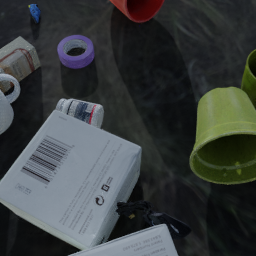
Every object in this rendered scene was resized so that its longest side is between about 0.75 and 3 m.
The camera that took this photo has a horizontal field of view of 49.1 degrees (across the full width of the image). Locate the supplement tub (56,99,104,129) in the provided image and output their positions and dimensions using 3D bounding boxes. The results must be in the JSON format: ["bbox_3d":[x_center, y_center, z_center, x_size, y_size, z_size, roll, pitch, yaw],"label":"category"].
[{"bbox_3d":[-1.627,-0.418,9.510,1.439,1.009,1.009,12,61,7],"label":"supplement tub"}]

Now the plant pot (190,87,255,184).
[{"bbox_3d":[3.103,0.077,8.626,2.535,2.535,2.330,4,48,2],"label":"plant pot"}]

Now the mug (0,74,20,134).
[{"bbox_3d":[-4.711,-0.984,9.251,2.317,2.031,1.711,-30,64,-16],"label":"mug"}]

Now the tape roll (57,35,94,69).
[{"bbox_3d":[-2.107,-3.105,11.379,1.428,0.468,1.428,0,61,0],"label":"tape roll"}]

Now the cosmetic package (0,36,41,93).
[{"bbox_3d":[-4.484,-2.317,10.576,0.924,1.095,2.119,37,68,18],"label":"cosmetic package"}]

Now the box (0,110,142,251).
[{"bbox_3d":[-1.482,1.525,7.884,2.896,1.893,2.881,23,63,13],"label":"box"}]

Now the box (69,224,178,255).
[{"bbox_3d":[-0.349,3.707,5.996,2.992,2.976,1.956,-16,61,-9],"label":"box"}]

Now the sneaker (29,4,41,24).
[{"bbox_3d":[-4.145,-5.194,12.627,0.456,0.383,1.163,-19,61,-8],"label":"sneaker"}]

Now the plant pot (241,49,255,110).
[{"bbox_3d":[4.745,-1.543,9.750,1.794,1.728,1.794,0,60,0],"label":"plant pot"}]

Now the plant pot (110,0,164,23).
[{"bbox_3d":[0.145,-6.131,12.216,2.424,2.424,2.144,-36,56,-19],"label":"plant pot"}]

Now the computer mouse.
[{"bbox_3d":[0.552,2.293,6.737,1.878,1.318,0.432,38,55,-30],"label":"computer mouse"}]
